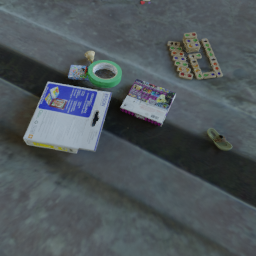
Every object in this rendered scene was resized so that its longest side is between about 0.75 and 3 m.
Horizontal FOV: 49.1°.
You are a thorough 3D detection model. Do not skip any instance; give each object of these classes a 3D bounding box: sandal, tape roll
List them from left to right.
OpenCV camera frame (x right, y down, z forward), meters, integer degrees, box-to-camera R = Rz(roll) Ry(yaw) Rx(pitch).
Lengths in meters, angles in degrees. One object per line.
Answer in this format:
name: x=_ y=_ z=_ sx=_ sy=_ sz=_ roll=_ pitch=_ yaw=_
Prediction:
tape roll: x=-0.906 y=-2.120 z=10.934 sx=1.309 sy=0.315 sz=1.309 roll=4 pitch=52 yaw=-6
sandal: x=3.157 y=0.384 z=9.700 sx=0.407 sy=0.293 sz=1.025 roll=-35 pitch=66 yaw=-18

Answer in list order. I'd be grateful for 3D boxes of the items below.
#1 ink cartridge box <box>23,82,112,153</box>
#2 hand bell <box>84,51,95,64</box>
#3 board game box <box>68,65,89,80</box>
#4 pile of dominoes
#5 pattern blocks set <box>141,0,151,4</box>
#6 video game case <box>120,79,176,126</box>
ink cartridge box: x=-2.053 y=-0.367 z=9.990 sx=2.517 sy=0.592 sz=2.487 roll=11 pitch=61 yaw=4
hand bell: x=-1.474 y=-2.672 z=11.432 sx=0.436 sy=0.436 sz=0.838 roll=-14 pitch=73 yaw=-8
board game box: x=-1.925 y=-2.222 z=11.246 sx=0.830 sy=0.152 sz=0.628 roll=4 pitch=61 yaw=3
pile of dominoes: x=2.740 y=-2.993 z=11.559 sx=1.791 sy=0.366 sz=2.297 roll=-9 pitch=61 yaw=-5
pattern blocks set: x=0.895 y=-6.322 z=13.600 sx=0.735 sy=0.068 sz=0.837 roll=-8 pitch=61 yaw=-5
video game case: x=0.760 y=-0.980 z=10.462 sx=1.652 sy=0.296 sz=1.498 roll=21 pitch=63 yaw=12
